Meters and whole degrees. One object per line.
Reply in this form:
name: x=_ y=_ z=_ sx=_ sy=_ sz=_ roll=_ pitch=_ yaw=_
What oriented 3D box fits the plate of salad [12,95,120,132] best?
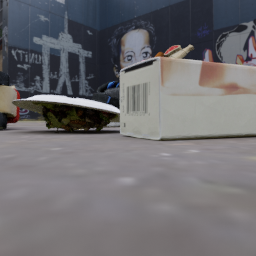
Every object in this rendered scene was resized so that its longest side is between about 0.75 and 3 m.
plate of salad: x=-1.035 y=-0.192 z=5.418 sx=2.305 sy=0.554 sz=2.305 roll=8 pitch=-5 yaw=1

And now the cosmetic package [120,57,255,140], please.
cosmetic package: x=1.103 y=-0.373 z=4.023 sx=2.237 sy=0.976 sz=1.156 roll=-1 pitch=2 yaw=-27

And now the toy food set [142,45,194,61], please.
toy food set: x=1.227 y=-2.780 z=11.652 sx=2.711 sy=0.427 sz=1.723 roll=-36 pitch=26 yaw=-5

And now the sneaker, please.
sneaker: x=-0.123 y=-0.823 z=9.298 sx=0.942 sy=1.443 sz=2.579 roll=17 pitch=14 yaw=33

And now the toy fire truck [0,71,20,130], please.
toy fire truck: x=-3.769 y=-0.639 z=7.012 sx=2.260 sy=1.652 sz=2.568 roll=-1 pitch=-9 yaw=-7
